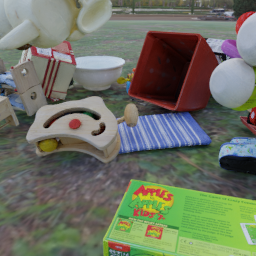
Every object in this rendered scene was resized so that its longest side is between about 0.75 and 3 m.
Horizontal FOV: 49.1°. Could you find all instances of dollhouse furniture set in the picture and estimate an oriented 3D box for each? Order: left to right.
[{"bbox_3d":[-3.863,-0.930,8.154,1.560,1.551,2.214,9,36,29],"label":"dollhouse furniture set"}]

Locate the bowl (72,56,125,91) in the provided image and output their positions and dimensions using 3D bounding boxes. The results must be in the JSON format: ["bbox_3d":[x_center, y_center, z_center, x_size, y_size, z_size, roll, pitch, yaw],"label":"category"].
[{"bbox_3d":[-1.334,-2.289,11.888,2.464,1.108,2.464,-1,25,0],"label":"bowl"}]

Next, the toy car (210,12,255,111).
[{"bbox_3d":[2.566,-1.429,5.497,1.959,2.238,1.678,0,45,-26],"label":"toy car"}]

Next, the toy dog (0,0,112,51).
[{"bbox_3d":[-1.790,-2.168,5.398,2.302,1.606,2.232,12,70,44],"label":"toy dog"}]

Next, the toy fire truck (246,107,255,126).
[{"bbox_3d":[4.459,-0.041,6.554,2.612,1.909,2.967,10,17,1],"label":"toy fire truck"}]

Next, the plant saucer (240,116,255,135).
[{"bbox_3d":[3.865,0.001,7.995,1.057,0.194,1.055,5,25,-8],"label":"plant saucer"}]

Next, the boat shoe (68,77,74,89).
[{"bbox_3d":[-3.019,-1.811,11.541,0.674,0.538,1.783,18,31,33],"label":"boat shoe"}]

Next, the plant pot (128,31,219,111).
[{"bbox_3d":[1.717,-1.737,9.356,1.998,2.267,2.265,11,10,-43],"label":"plant pot"}]

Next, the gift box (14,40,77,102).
[{"bbox_3d":[-3.049,-2.074,10.141,1.847,1.869,2.002,10,42,-27],"label":"gift box"}]

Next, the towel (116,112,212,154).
[{"bbox_3d":[0.839,0.114,7.896,2.520,0.301,1.825,-6,28,-8],"label":"towel"}]

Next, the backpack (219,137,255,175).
[{"bbox_3d":[2.455,0.602,6.125,0.874,0.800,0.642,2,53,20],"label":"backpack"}]

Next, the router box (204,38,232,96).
[{"bbox_3d":[2.703,-2.400,10.831,2.920,2.178,0.745,25,62,40],"label":"router box"}]

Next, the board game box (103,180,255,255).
[{"bbox_3d":[1.204,1.644,4.108,2.811,0.669,1.428,7,26,15],"label":"board game box"}]

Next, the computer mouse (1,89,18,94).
[{"bbox_3d":[-4.265,-1.648,10.942,1.977,0.753,2.855,4,26,9],"label":"computer mouse"}]

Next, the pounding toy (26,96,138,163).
[{"bbox_3d":[-0.954,0.282,7.003,2.665,1.529,1.524,-11,54,-2],"label":"pounding toy"}]

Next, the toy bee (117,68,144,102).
[{"bbox_3d":[0.360,-1.884,11.088,1.314,1.091,2.007,-13,28,-28],"label":"toy bee"}]
